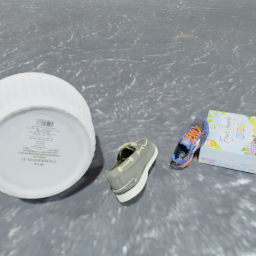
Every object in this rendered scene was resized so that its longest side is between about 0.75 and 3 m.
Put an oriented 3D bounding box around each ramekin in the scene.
[{"bbox_3d":[-1.799,0.231,5.534,2.426,2.426,1.273,-13,28,-17],"label":"ramekin"}]

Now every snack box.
[{"bbox_3d":[2.659,0.286,7.153,1.450,0.582,1.719,11,36,18],"label":"snack box"}]

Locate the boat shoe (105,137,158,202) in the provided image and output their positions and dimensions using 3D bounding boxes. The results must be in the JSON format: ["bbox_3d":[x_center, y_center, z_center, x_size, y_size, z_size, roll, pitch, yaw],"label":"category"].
[{"bbox_3d":[0.099,0.681,6.136,0.791,0.662,2.213,-33,11,25],"label":"boat shoe"}]

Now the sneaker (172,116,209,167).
[{"bbox_3d":[1.400,0.319,6.280,0.485,1.288,0.505,30,5,29],"label":"sneaker"}]
